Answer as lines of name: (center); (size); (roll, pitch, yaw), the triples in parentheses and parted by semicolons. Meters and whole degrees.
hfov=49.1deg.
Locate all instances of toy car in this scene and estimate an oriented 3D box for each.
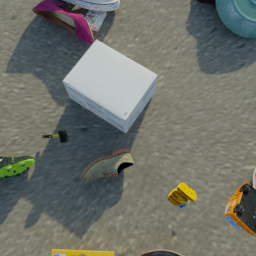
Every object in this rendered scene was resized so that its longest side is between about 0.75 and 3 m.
toy car: (1.992, 1.587, 6.375); (2.447, 0.814, 1.200); (28, 49, -11)

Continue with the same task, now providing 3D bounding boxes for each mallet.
mallet: (-2.018, 0.277, 7.710); (0.222, 1.081, 0.356); (-21, 97, -47)

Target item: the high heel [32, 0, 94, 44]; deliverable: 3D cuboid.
high heel: (-2.056, -3.291, 8.937); (1.151, 0.807, 2.395); (-29, 59, -19)

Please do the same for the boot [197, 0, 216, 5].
boot: (3.194, -4.834, 9.532); (1.661, 0.625, 1.242); (15, 73, 5)

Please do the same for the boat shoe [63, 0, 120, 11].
boat shoe: (-1.536, -4.598, 9.112); (2.679, 0.880, 0.964); (18, 48, -1)

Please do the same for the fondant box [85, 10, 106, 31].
fondant box: (-1.117, -3.668, 9.374); (0.549, 0.222, 0.761); (20, 72, 6)

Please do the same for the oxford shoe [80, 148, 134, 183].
oxford shoe: (-0.552, 1.103, 7.567); (1.512, 0.532, 0.565); (-29, 52, -11)

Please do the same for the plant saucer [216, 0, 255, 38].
plant saucer: (4.051, -4.155, 9.072); (2.398, 0.431, 2.398); (1, 87, -9)

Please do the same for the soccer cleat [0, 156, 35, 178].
soccer cleat: (-3.619, 1.016, 7.647); (2.084, 0.704, 0.845); (-17, 64, -4)

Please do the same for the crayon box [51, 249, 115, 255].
crayon box: (-1.122, 4.203, 6.618); (1.564, 0.641, 2.487); (2, 73, 1)

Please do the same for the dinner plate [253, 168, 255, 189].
dinner plate: (4.359, 1.583, 7.682); (1.914, 0.232, 1.914); (0, 71, 0)

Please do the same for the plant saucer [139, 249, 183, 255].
plant saucer: (0.812, 4.147, 6.776); (2.271, 0.391, 2.271); (0, 73, 1)

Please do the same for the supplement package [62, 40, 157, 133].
supplement package: (-0.478, -1.179, 8.077); (2.084, 1.155, 1.623); (32, 75, 9)
